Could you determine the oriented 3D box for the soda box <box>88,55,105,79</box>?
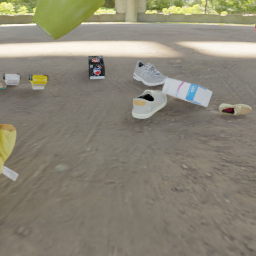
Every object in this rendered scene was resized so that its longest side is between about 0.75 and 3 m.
[{"bbox_3d":[-1.710,-3.309,15.049,0.850,0.761,2.403,-4,25,-6],"label":"soda box"}]

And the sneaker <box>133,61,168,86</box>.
[{"bbox_3d":[1.016,-2.619,13.361,0.868,0.952,2.322,-18,31,-34],"label":"sneaker"}]

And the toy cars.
[{"bbox_3d":[-4.705,-2.129,12.753,2.940,0.651,1.318,7,13,23],"label":"toy cars"}]

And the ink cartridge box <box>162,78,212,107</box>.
[{"bbox_3d":[2.235,-1.373,10.686,1.510,0.639,1.091,23,9,42],"label":"ink cartridge box"}]

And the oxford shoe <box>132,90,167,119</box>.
[{"bbox_3d":[0.851,-1.088,10.393,0.967,0.743,2.573,7,24,22],"label":"oxford shoe"}]

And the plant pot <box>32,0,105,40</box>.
[{"bbox_3d":[-2.094,-3.917,9.035,1.857,1.984,1.857,39,1,-1],"label":"plant pot"}]

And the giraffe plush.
[{"bbox_3d":[-3.343,0.461,5.903,1.465,1.807,1.559,10,46,21],"label":"giraffe plush"}]

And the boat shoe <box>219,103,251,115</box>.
[{"bbox_3d":[3.757,-0.607,9.832,1.086,0.402,0.360,3,37,13],"label":"boat shoe"}]

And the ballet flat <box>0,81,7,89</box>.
[{"bbox_3d":[-6.313,-2.090,12.738,1.588,0.534,0.540,2,25,4],"label":"ballet flat"}]
